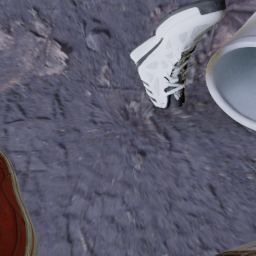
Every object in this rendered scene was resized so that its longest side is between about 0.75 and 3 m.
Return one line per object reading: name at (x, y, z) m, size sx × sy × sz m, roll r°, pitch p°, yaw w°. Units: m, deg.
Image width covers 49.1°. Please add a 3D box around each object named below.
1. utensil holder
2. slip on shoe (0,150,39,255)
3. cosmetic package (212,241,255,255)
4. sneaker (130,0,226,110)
utensil holder at (2.707, -1.257, 4.783) m, size 1.843 × 1.843 × 2.169 m, roll 40°, pitch 67°, yaw 8°
slip on shoe at (-2.073, 0.862, 3.701) m, size 1.038 × 0.858 × 2.803 m, roll -53°, pitch 45°, yaw -1°
cosmetic package at (1.989, 1.917, 3.593) m, size 2.441 × 1.840 × 0.631 m, roll 2°, pitch 72°, yaw -35°
sneaker at (0.719, -0.843, 3.684) m, size 0.693 × 1.835 × 1.056 m, roll -20°, pitch 90°, yaw -23°
